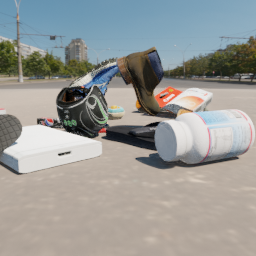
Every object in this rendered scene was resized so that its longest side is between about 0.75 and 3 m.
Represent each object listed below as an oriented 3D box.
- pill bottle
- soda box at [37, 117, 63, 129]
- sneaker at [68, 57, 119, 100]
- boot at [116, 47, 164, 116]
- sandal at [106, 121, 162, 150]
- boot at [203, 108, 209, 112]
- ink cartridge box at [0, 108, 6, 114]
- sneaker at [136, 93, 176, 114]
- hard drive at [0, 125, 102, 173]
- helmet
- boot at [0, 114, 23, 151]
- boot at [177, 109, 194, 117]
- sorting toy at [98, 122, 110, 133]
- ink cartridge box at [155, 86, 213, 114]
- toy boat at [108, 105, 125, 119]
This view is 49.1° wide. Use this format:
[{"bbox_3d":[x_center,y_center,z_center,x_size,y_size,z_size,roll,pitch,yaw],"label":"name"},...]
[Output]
[{"bbox_3d":[1.615,0.183,5.970,1.970,1.071,1.071,-5,11,-25],"label":"pill bottle"},{"bbox_3d":[-2.744,-0.191,10.146,1.067,0.338,0.377,2,10,14],"label":"soda box"},{"bbox_3d":[-1.025,-1.795,10.672,2.452,1.093,0.963,-30,24,12],"label":"sneaker"},{"bbox_3d":[0.781,-1.403,9.002,1.260,2.600,0.971,-22,46,19],"label":"boot"},{"bbox_3d":[0.519,0.125,7.578,2.855,0.611,1.086,7,12,35],"label":"sandal"},{"bbox_3d":[3.696,-0.576,12.395,0.788,0.408,1.206,9,20,21],"label":"boot"},{"bbox_3d":[-4.257,-0.097,7.946,1.267,0.916,0.921,5,11,24],"label":"ink cartridge box"},{"bbox_3d":[1.890,-1.303,14.530,2.863,1.084,1.317,3,6,9],"label":"sneaker"},{"bbox_3d":[-2.289,0.381,6.798,1.931,0.391,2.927,-10,14,-42],"label":"hard drive"},{"bbox_3d":[-1.317,-0.470,8.413,1.578,1.505,1.578,-13,43,12],"label":"helmet"},{"bbox_3d":[-3.367,0.221,5.596,1.408,0.746,2.138,10,28,43],"label":"boot"},{"bbox_3d":[2.481,-0.188,9.165,1.537,0.732,1.986,11,17,28],"label":"boot"},{"bbox_3d":[-1.289,-0.218,10.094,1.188,0.417,2.464,-2,11,-8],"label":"sorting toy"},{"bbox_3d":[2.421,-1.408,12.879,2.334,0.585,1.893,29,46,29],"label":"ink cartridge box"},{"bbox_3d":[-0.881,-0.778,12.437,1.479,0.687,1.243,1,11,1],"label":"toy boat"}]
